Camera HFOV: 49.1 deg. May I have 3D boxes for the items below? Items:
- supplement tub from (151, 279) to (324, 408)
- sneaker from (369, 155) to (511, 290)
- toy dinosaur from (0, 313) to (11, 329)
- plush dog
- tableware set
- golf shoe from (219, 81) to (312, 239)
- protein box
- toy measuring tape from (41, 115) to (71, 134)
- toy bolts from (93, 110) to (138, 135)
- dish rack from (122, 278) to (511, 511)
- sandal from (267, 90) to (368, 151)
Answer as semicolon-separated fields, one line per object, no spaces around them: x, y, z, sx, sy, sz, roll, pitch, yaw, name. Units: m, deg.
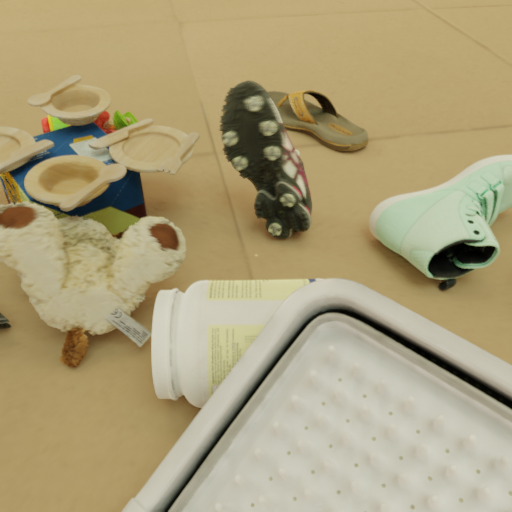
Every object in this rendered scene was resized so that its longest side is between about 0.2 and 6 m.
-0.086;0.937;6.060;1.903;1.380;1.380;-1;41;0;supplement tub
3.214;-0.463;7.956;2.773;1.020;1.636;-21;38;-9;sneaker
-4.627;0.579;6.043;2.776;2.089;4.091;-38;66;-25;toy dinosaur
-2.204;0.148;7.134;2.293;1.839;1.969;5;20;-20;plush dog
-2.643;-1.624;8.014;3.263;0.379;2.726;25;46;22;tableware set
0.193;-1.437;8.260;0.919;2.380;1.048;-9;27;24;golf shoe
-2.845;-1.065;8.594;1.657;1.126;1.669;-26;47;-27;protein box
-3.545;-2.190;10.256;0.746;0.746;2.027;-12;42;-13;toy measuring tape
-2.580;-1.947;9.965;1.217;0.884;1.274;55;20;6;toy bolts
0.699;2.185;4.275;3.056;0.775;3.561;30;75;31;dish rack
1.108;-2.826;10.984;1.049;0.706;2.613;-32;50;-32;sandal
